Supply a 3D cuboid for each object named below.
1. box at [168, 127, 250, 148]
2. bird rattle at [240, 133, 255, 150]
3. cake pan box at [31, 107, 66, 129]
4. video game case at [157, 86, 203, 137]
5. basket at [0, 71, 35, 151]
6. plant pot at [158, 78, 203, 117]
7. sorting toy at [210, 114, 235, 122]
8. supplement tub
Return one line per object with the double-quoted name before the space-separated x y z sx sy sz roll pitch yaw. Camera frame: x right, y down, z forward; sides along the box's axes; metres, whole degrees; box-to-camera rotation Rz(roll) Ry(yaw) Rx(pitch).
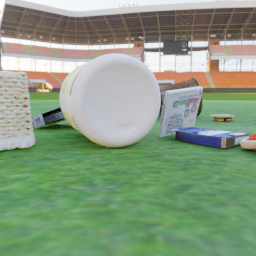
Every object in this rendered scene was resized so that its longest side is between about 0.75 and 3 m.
"box" 2.041 0.214 7.286 1.089 0.291 1.798 -5 10 -38
"bird rattle" 2.958 0.340 6.066 1.240 0.699 1.011 -25 11 -42
"cake pan box" -2.428 -0.523 10.447 1.724 0.490 1.872 -20 3 11
"video game case" 1.541 -0.484 8.196 1.503 1.368 0.178 -13 32 -37
"basket" -3.622 -0.411 6.493 2.214 1.780 2.194 -4 7 -43
"plant pot" 2.590 -1.511 14.915 2.059 2.080 2.080 -9 8 -6
"sorting toy" 4.236 -0.447 12.587 0.799 0.280 0.804 -1 7 -8
"supplement tub" -0.669 -0.762 7.568 2.159 2.159 2.978 -3 8 -20
